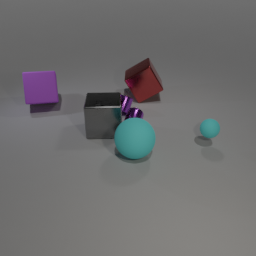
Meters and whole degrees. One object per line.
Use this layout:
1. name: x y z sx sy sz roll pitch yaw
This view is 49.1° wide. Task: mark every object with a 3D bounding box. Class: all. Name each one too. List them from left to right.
1. cube: -4.011 -1.841 13.001 1.400 1.400 1.400 -5 6 -12
2. cube: -0.959 -0.513 11.158 1.400 1.400 1.400 -1 30 -2
3. cylinder: -0.193 -1.100 12.656 0.700 0.700 0.700 18 4 -1
4. cylinder: 0.227 -0.355 11.384 0.700 0.700 0.700 8 54 14
5. ball: 0.235 0.350 9.531 1.400 1.400 1.400 0 30 0
6. cube: 0.777 -2.368 13.872 1.400 1.400 1.400 -27 27 16
7. ball: 2.940 0.016 10.060 0.700 0.700 0.700 0 30 0
